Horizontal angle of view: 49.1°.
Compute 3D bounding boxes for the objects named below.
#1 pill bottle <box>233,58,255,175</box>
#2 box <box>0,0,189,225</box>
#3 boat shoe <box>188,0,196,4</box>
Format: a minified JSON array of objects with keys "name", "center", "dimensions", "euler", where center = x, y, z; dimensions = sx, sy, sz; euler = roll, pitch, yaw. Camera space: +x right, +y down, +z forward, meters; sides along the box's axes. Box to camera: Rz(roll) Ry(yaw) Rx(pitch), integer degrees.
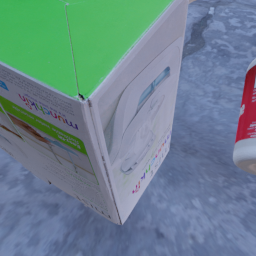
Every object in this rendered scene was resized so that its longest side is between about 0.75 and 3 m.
[{"name":"pill bottle","center":[2.539,-0.413,4.542],"dimensions":[1.309,1.309,2.331],"euler":[12,73,13]},{"name":"box","center":[-1.023,-0.480,3.306],"dimensions":[2.943,2.597,1.423],"euler":[26,63,21]},{"name":"boat shoe","center":[0.590,-2.308,4.373],"dimensions":[2.860,0.955,1.052],"euler":[-11,40,-29]}]
